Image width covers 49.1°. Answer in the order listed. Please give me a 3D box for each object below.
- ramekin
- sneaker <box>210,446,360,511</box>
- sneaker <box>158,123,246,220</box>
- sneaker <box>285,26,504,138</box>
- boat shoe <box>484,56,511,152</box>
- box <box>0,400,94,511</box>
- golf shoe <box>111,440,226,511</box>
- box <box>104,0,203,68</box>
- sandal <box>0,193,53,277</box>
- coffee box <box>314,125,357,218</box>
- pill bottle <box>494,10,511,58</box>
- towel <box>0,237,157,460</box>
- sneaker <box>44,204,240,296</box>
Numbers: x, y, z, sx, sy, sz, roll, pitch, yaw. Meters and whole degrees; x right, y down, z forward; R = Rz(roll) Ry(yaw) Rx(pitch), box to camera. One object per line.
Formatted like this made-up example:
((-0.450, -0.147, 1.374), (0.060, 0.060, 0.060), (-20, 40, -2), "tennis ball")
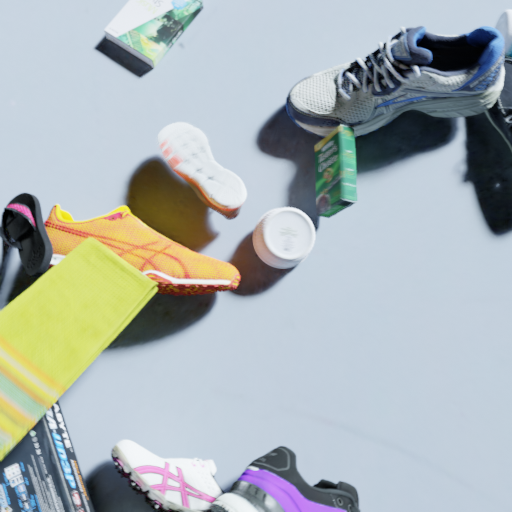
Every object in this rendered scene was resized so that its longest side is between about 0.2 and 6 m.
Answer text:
((0.467, -0.304, 8.792), (0.977, 0.513, 0.977), (1, 84, -10), "ramekin")
((1.061, 3.976, 7.591), (3.340, 1.161, 1.661), (49, 53, -2), "sneaker")
((-0.924, -1.294, 9.007), (0.759, 0.806, 1.969), (-31, 68, -18), "sneaker")
((2.187, -2.966, 8.968), (3.562, 1.517, 1.372), (-10, 70, 6), "sneaker")
((4.541, -2.177, 9.245), (1.036, 0.864, 2.777), (-14, 75, -2), "boat shoe")
((-3.773, 3.607, 7.775), (2.691, 0.779, 3.385), (-24, 76, -3), "box")
((-1.091, 3.261, 8.035), (2.153, 0.782, 0.991), (37, 60, 4), "golf shoe")
((-1.826, -4.246, 10.042), (1.098, 0.277, 1.522), (33, 79, 8), "box")
((-3.573, -0.421, 8.496), (0.766, 0.460, 2.040), (-58, 43, 13), "sandal")
((1.255, -1.336, 8.962), (0.286, 0.800, 1.301), (10, 71, -25), "coffee box")
((4.865, -3.749, 9.667), (1.392, 0.771, 0.771), (10, 77, 3), "pill bottle")
((-2.558, 0.953, 6.890), (1.278, 0.268, 2.969), (37, 50, 2), "towel")
((-1.804, -0.118, 8.571), (3.247, 1.185, 1.252), (13, 79, 3), "sneaker")
